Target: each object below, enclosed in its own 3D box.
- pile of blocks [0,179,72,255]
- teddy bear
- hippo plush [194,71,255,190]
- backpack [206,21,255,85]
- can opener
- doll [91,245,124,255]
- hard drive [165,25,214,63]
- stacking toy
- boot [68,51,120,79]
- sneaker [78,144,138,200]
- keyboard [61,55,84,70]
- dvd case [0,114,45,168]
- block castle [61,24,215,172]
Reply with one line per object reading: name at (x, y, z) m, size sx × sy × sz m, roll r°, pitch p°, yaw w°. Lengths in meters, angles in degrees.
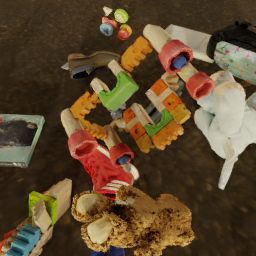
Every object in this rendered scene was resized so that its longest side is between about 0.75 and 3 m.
pile of blocks at (-2.209, 2.181, 5.971) m, size 0.858 × 1.134 × 2.762 m, roll 14°, pitch 47°, yaw 14°
teddy bear at (0.093, 1.546, 4.588) m, size 1.551 × 0.714 × 2.139 m, roll 30°, pitch 16°, yaw 37°
hippo plush at (3.362, -0.316, 7.598) m, size 2.361 × 2.339 × 2.936 m, roll -5°, pitch 45°, yaw -4°
backpack at (4.473, -2.785, 10.497) m, size 2.559 × 1.620 × 2.136 m, roll 36°, pitch 54°, yaw 27°
can opener at (1.067, -0.823, 9.281) m, size 0.598 × 0.755 × 2.271 m, roll 28°, pitch 56°, yaw 23°
doll at (-0.341, 3.043, 5.590) m, size 1.272 × 0.452 × 1.865 m, roll -1°, pitch 45°, yaw -2°
hard drive at (2.753, -3.775, 12.383) m, size 2.667 × 0.356 × 1.759 m, roll 24°, pitch 51°, yaw 20°
stacking toy at (-0.634, -4.673, 12.692) m, size 1.463 × 1.324 × 0.618 m, roll 18°, pitch 60°, yaw 15°
boot at (-1.303, -2.377, 10.912) m, size 2.065 × 0.771 × 1.001 m, roll -5°, pitch 61°, yaw 0°
sneaker at (-0.853, 1.132, 7.268) m, size 2.030 × 0.795 × 1.172 m, roll 20°, pitch 47°, yaw 20°
keyboard at (-2.266, -2.763, 11.631) m, size 0.335 × 0.063 × 1.189 m, roll 19°, pitch 48°, yaw 25°
dvd case at (-4.061, 0.305, 8.421) m, size 2.641 × 0.291 × 1.928 m, roll 2°, pitch 45°, yaw 3°
block castle at (0.235, -0.358, 5.302) m, size 2.684 × 1.793 × 1.259 m, roll -42°, pitch 58°, yaw 15°
